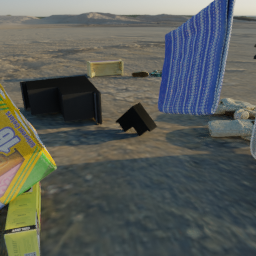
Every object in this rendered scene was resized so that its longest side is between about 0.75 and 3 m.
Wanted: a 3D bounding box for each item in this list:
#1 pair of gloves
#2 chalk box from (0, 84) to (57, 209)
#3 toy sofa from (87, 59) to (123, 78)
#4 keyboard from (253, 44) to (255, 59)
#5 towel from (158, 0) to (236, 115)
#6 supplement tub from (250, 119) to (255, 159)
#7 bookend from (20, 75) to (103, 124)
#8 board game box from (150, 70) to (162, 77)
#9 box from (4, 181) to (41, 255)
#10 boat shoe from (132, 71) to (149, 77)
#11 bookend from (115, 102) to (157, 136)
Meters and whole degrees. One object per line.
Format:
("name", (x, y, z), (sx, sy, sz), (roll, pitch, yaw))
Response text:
("pair of gloves", (3.613, -0.355, 8.414), (2.343, 0.483, 2.756), (6, 24, 14))
("chalk box", (-2.951, 0.523, 4.201), (2.929, 1.813, 1.822), (-36, 34, -12))
("toy sofa", (-1.173, -3.061, 14.207), (1.793, 0.743, 0.875), (-8, 26, -17))
("keyboard", (3.749, -2.204, 6.561), (0.944, 1.814, 0.359), (12, 64, -17))
("towel", (0.936, -1.024, 4.531), (0.265, 1.608, 2.220), (8, 2, -11))
("supplement tub", (4.194, 0.191, 5.507), (2.974, 1.822, 1.822), (18, 29, 35))
("bookend", (-2.141, -0.822, 8.802), (2.188, 1.014, 2.202), (-10, 26, -19))
("board game box", (1.579, -2.810, 14.394), (0.633, 0.132, 0.936), (9, 26, 19))
("box", (-1.636, 1.301, 4.488), (0.430, 0.645, 1.714), (-5, 23, -15))
("boat shoe", (0.623, -2.697, 13.929), (0.841, 0.300, 0.271), (4, 25, 12))
("bookend", (0.223, -0.112, 7.832), (0.851, 0.846, 0.392), (53, 41, 5))
